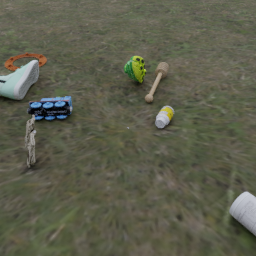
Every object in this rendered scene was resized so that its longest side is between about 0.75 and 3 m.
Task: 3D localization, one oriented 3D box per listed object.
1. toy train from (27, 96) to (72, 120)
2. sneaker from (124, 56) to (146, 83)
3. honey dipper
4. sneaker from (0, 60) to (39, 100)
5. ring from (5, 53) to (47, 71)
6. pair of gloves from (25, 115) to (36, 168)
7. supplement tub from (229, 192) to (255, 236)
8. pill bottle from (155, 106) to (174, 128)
[{"bbox_3d":[-2.553,-0.669,9.292,1.454,0.630,0.831,-2,28,0],"label":"toy train"},{"bbox_3d":[0.205,-2.155,10.480,0.815,0.722,1.949,17,-4,8],"label":"sneaker"},{"bbox_3d":[1.127,-1.756,10.875,0.493,0.493,2.594,10,42,13],"label":"honey dipper"},{"bbox_3d":[-4.361,-2.014,10.759,1.381,0.862,2.342,9,40,2],"label":"sneaker"},{"bbox_3d":[-4.668,-3.063,12.786,1.845,0.177,1.845,0,37,0],"label":"ring"},{"bbox_3d":[-2.592,0.362,7.519,0.213,1.033,1.215,2,41,-26],"label":"pair of gloves"},{"bbox_3d":[2.722,1.884,5.848,0.651,0.651,0.986,-23,42,-27],"label":"supplement tub"},{"bbox_3d":[1.158,-0.336,8.963,0.436,0.436,0.784,16,40,20],"label":"pill bottle"}]
